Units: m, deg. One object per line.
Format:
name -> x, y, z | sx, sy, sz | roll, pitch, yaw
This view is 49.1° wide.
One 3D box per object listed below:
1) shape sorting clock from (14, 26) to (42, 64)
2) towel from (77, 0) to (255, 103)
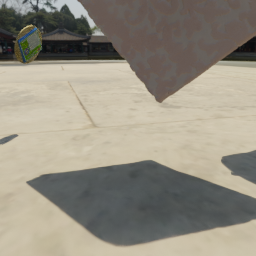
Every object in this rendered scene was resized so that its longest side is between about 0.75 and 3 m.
shape sorting clock -> -2.559, -2.135, 7.203 | 0.194, 0.987, 0.987 | 21, 22, 17
towel -> 0.781, -2.316, 5.083 | 2.753, 2.882, 0.465 | -37, 2, 26
